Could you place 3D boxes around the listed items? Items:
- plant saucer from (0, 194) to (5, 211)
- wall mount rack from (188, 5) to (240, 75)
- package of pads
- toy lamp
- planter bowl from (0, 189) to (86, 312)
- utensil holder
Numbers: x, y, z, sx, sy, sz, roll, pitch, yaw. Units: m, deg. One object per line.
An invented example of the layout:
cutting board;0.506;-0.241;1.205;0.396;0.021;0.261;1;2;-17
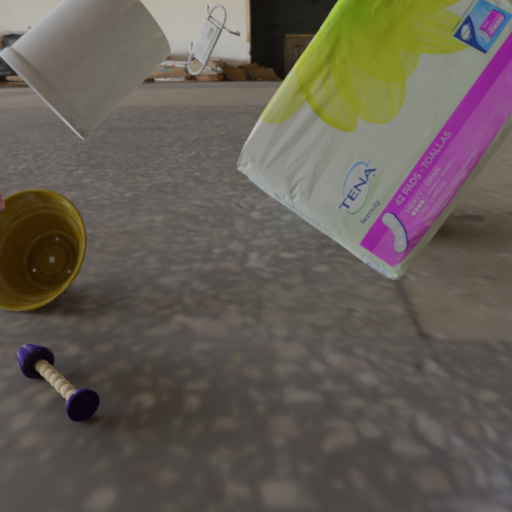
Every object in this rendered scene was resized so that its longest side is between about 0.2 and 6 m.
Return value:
plant saucer;-3.171;-0.700;5.744;1.116;0.283;1.116;6;-5;1
wall mount rack;-0.947;-4.294;11.024;0.523;1.402;1.218;-9;49;-51
package of pads;1.600;-1.723;6.652;2.556;3.308;1.128;36;11;14
toy lamp;-2.343;1.400;6.447;0.425;0.425;1.459;-19;28;-39
planter bowl;-3.422;-0.024;8.894;1.942;1.942;0.809;5;-13;11
utensil holder;-2.240;-2.693;7.556;1.734;1.474;1.474;-46;34;-6
